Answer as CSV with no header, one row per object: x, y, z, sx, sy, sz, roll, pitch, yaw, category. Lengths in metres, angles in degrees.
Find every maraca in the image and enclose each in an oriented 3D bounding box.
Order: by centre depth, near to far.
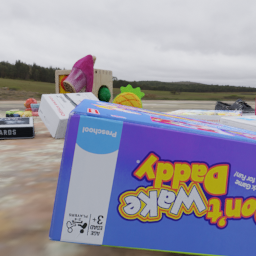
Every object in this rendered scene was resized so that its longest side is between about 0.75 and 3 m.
0.015,-0.939,10.614,1.158,1.689,0.904,19,-30,0,maraca

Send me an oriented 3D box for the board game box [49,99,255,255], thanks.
0.417,0.208,2.817,1.922,0.640,2.859,9,6,-8,board game box

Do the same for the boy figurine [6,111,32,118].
-4.243,-0.458,10.975,0.705,0.365,1.133,-1,5,22,boy figurine

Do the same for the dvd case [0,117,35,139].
-3.611,-0.031,7.505,2.087,0.343,2.777,-2,8,-19,dvd case

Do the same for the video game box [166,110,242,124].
2.328,-0.250,8.561,2.117,0.544,2.323,0,6,23,video game box

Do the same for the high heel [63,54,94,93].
-1.457,-1.255,9.597,0.913,1.301,2.711,26,-23,19,high heel

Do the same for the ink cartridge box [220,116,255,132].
3.178,0.209,4.275,2.555,0.648,2.900,-2,7,-4,ink cartridge box

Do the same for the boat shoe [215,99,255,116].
4.597,-0.794,11.690,0.892,0.845,2.551,-3,7,-22,boat shoe

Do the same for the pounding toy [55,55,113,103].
-1.713,-1.487,11.095,2.561,2.357,1.820,5,8,34,pounding toy

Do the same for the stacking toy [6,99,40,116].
-4.949,-1.026,13.747,1.768,0.825,1.953,-6,9,-43,stacking toy

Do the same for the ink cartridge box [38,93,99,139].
-1.343,-0.357,7.077,1.466,0.618,1.060,-9,43,-41,ink cartridge box
